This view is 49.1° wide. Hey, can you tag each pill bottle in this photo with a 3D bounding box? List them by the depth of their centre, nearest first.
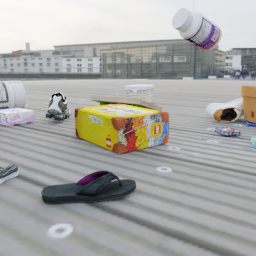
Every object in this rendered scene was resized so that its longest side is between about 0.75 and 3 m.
[{"bbox_3d":[-6.320,-1.403,13.134,2.659,1.504,1.504,-9,15,-38],"label":"pill bottle"},{"bbox_3d":[3.256,-4.720,13.345,2.363,1.317,1.317,16,1,-35],"label":"pill bottle"}]

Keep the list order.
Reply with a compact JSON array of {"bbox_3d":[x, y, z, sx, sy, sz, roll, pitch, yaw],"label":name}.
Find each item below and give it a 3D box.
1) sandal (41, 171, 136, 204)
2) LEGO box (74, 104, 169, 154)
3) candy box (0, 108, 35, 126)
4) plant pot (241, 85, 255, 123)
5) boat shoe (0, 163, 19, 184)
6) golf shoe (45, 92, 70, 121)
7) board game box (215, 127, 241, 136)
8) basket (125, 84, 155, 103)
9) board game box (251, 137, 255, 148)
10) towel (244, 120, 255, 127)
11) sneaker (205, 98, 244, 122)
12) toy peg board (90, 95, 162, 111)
[{"bbox_3d":[-0.635,0.986,4.796,1.638,0.392,0.616,-3,13,-14],"label":"sandal"},{"bbox_3d":[-0.260,-0.092,8.432,1.804,0.935,2.422,-9,15,-36],"label":"LEGO box"},{"bbox_3d":[-4.587,-0.471,11.234,1.148,0.489,1.368,-12,16,-42],"label":"candy box"},{"bbox_3d":[5.308,-0.888,10.777,1.963,1.374,1.963,4,12,-1],"label":"plant pot"},{"bbox_3d":[-2.497,0.893,5.468,0.295,0.290,0.818,5,13,22],"label":"boat shoe"},{"bbox_3d":[-2.843,-0.969,11.833,0.895,1.088,2.303,11,8,-11],"label":"golf shoe"},{"bbox_3d":[3.299,0.111,9.312,0.553,0.141,0.817,-1,10,-3],"label":"board game box"},{"bbox_3d":[0.724,-1.997,16.719,1.245,1.133,1.837,6,13,26],"label":"basket"},{"bbox_3d":[4.025,0.432,7.835,0.982,0.180,0.743,4,12,15],"label":"board game box"},{"bbox_3d":[4.936,-0.191,10.836,0.736,0.121,1.016,3,13,12],"label":"towel"},{"bbox_3d":[4.430,-0.611,11.485,2.404,0.875,1.018,-10,29,-20],"label":"sneaker"},{"bbox_3d":[-0.076,-0.535,10.989,2.132,1.043,2.123,8,-1,29],"label":"toy peg board"}]
